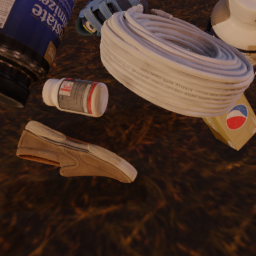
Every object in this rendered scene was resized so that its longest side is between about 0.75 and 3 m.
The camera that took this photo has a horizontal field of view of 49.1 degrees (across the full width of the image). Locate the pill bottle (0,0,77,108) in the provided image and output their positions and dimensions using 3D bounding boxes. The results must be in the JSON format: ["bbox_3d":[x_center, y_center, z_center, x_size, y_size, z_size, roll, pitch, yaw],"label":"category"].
[{"bbox_3d":[-2.225,-1.997,5.784,1.636,1.636,2.925,14,79,17],"label":"pill bottle"}]

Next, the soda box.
[{"bbox_3d":[1.765,-0.558,5.529,0.744,2.196,0.703,-45,33,-2],"label":"soda box"}]

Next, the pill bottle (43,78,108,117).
[{"bbox_3d":[-0.933,-0.568,4.978,1.047,0.606,0.606,11,40,16],"label":"pill bottle"}]

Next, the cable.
[{"bbox_3d":[0.554,-0.859,3.484,1.899,0.657,1.899,30,34,14],"label":"cable"}]

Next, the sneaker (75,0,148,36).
[{"bbox_3d":[-0.393,-2.245,5.535,0.881,0.792,2.142,-47,26,-15],"label":"sneaker"}]

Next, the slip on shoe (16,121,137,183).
[{"bbox_3d":[-0.920,0.562,4.833,2.154,0.819,0.652,23,69,7],"label":"slip on shoe"}]

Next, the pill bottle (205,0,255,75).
[{"bbox_3d":[2.823,-2.295,7.127,1.718,2.969,1.718,0,66,0],"label":"pill bottle"}]
